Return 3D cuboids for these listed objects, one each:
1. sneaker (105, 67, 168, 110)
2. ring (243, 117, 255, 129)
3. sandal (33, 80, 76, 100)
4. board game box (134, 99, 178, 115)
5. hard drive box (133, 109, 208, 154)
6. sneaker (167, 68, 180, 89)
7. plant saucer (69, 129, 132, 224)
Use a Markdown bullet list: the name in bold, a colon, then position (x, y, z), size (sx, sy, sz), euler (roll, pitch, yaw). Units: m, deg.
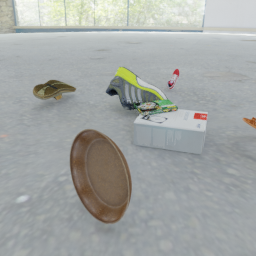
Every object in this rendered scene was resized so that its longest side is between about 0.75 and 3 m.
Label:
- **sneaker**: position (0.419, -1.002, 9.886), size (2.916, 1.180, 1.077), euler (37, -4, 30)
- **ring**: position (3.834, 0.143, 7.189), size (1.835, 0.176, 1.835), euler (22, 17, -7)
- **sandal**: position (-2.954, -1.409, 11.128), size (0.948, 0.638, 2.361), euler (29, 25, 10)
- **board game box**: position (0.821, -0.621, 8.219), size (1.157, 0.136, 0.606), euler (-9, 31, -21)
- **hard drive box**: position (1.240, 0.003, 7.953), size (1.873, 0.719, 1.460), euler (7, 24, 15)
- **sneaker**: position (2.049, -2.219, 12.640), size (0.352, 0.988, 0.555), euler (23, 14, 16)
- **plant saucer**: position (-0.422, 0.756, 4.548), size (0.284, 1.553, 1.553), euler (-12, 25, -41)
